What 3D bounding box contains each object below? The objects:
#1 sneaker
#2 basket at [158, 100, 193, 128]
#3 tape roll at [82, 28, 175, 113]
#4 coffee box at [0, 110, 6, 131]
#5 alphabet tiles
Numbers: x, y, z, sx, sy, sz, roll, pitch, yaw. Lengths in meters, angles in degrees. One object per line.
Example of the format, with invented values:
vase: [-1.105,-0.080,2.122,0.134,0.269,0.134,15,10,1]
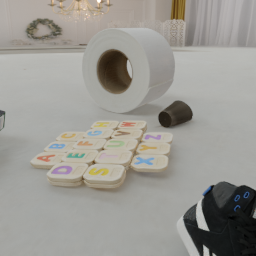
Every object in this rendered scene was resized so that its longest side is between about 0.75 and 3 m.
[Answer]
sneaker: [1.118,1.132,2.649,0.657,1.005,1.797,28,13,-22]
basket: [1.277,-0.365,7.838,0.839,0.571,0.757,-23,53,-40]
tape roll: [0.028,-1.942,9.245,2.607,2.607,1.790,12,23,30]
coffee box: [-3.423,0.044,5.274,1.323,0.473,2.151,19,25,-2]
alphabet tiles: [-0.468,0.391,5.859,2.704,0.202,2.764,0,22,14]
